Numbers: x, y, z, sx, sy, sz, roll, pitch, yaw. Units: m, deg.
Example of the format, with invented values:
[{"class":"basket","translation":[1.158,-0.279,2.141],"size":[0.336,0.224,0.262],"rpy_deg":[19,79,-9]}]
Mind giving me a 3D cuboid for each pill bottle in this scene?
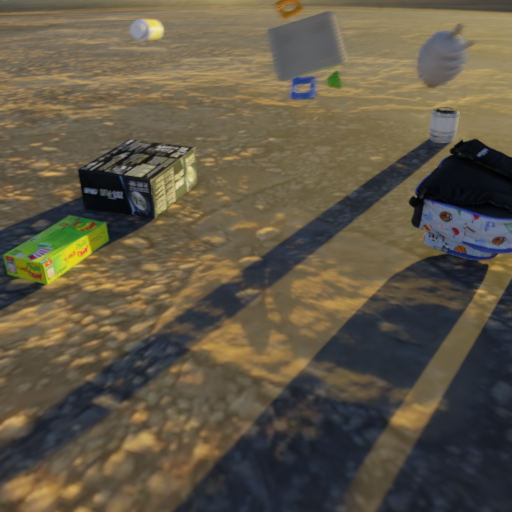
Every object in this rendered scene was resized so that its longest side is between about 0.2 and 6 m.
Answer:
[{"class":"pill bottle","translation":[-2.323,-4.736,11.782],"size":[0.436,0.436,0.797],"rpy_deg":[8,22,14]}]

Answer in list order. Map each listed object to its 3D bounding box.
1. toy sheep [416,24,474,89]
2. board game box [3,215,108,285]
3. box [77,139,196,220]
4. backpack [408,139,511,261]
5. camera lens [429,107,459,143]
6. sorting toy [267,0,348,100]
[{"class":"toy sheep","translation":[2.824,-3.010,8.444],"size":[0.783,1.136,0.783],"rpy_deg":[4,55,-5]},{"class":"board game box","translation":[-3.394,-0.143,9.642],"size":[0.832,0.390,1.638],"rpy_deg":[12,32,20]},{"class":"box","translation":[-2.424,-1.662,11.788],"size":[1.671,0.879,2.040],"rpy_deg":[9,31,16]},{"class":"backpack","translation":[3.864,-0.812,9.639],"size":[1.935,1.565,2.031],"rpy_deg":[20,50,35]},{"class":"camera lens","translation":[5.051,-3.543,15.098],"size":[0.684,0.855,0.684],"rpy_deg":[0,30,0]},{"class":"sorting toy","translation":[1.023,-4.183,11.291],"size":[1.447,0.350,2.570],"rpy_deg":[-12,69,6]}]
